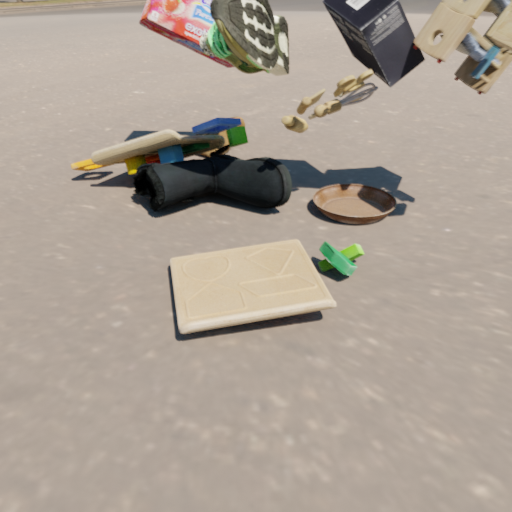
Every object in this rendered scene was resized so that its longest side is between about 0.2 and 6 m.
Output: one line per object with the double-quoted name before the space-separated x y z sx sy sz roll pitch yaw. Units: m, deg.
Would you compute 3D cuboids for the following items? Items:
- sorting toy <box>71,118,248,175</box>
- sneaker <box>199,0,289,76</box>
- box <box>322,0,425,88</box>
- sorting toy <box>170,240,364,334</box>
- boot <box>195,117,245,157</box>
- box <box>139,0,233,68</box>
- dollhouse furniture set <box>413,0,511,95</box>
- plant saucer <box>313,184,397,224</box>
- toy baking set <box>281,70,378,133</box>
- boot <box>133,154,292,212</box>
"sorting toy" -1.971 -2.078 11.714 3.958 0.539 2.229 -10 3 24
"sneaker" -0.334 -3.391 8.941 1.352 1.173 3.051 -4 5 16
"box" 1.916 -3.695 9.168 0.725 1.268 1.393 -37 46 9
"sorting toy" 0.329 0.371 8.163 3.034 0.447 2.243 -8 25 -8
"boot" -0.778 -2.921 14.055 0.710 0.692 1.881 32 46 20
"box" -1.145 -4.777 11.386 2.157 1.075 1.030 19 8 -26
"dollhouse furniture set" 3.717 -3.077 8.267 1.438 1.430 2.040 14 30 -40
"plant saucer" 1.875 -0.967 10.747 1.586 0.290 1.586 -1 28 0
"toy baking set" 1.300 -2.554 9.565 1.647 0.250 2.146 -25 -1 16
"boot" -0.898 -1.309 10.596 2.164 0.984 2.576 -18 28 -35
